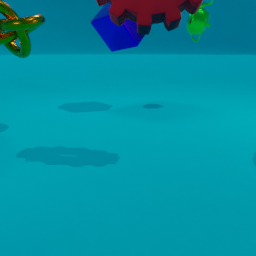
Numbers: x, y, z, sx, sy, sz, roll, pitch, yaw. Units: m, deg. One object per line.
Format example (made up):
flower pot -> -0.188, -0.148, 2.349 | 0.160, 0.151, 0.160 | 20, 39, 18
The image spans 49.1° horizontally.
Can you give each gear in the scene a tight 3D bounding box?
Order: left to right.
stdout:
gear -> 0.348, -2.467, 4.420 | 1.876, 1.876, 0.347 | 1, -3, 2

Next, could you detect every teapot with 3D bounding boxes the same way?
teapot -> 2.385, -3.536, 9.216 | 0.706, 1.442, 0.896 | 24, 41, 17

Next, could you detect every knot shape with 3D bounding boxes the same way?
knot shape -> -2.671, -2.343, 6.550 | 1.544, 0.762, 1.650 | -11, -19, 14

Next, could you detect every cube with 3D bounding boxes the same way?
cube -> -0.174, -3.471, 9.200 | 1.265, 1.265, 1.265 | 4, 54, 45
